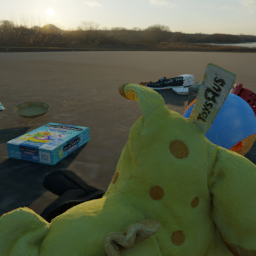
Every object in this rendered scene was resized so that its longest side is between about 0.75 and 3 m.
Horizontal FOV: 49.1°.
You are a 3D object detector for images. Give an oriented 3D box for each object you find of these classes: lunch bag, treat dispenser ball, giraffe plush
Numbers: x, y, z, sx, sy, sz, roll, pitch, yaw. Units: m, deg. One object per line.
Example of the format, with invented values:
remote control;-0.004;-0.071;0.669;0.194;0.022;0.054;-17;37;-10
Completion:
lunch bag;3.306;-1.399;11.363;1.304;0.935;1.589;12;27;31
treat dispenser ball;1.997;-0.004;6.245;1.611;1.611;1.611;0;19;0
giraffe plush;0.148;1.020;2.634;2.260;2.619;2.124;25;55;34

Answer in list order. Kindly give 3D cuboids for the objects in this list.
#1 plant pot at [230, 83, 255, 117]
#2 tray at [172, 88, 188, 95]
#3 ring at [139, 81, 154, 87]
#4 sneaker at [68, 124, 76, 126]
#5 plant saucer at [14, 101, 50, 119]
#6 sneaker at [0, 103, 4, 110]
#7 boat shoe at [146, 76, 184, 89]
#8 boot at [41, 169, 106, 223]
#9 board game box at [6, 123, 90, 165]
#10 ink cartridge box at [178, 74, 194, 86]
plant pot;3.408;-0.734;8.627;1.002;1.100;1.100;40;24;1
tray;3.112;-1.821;13.755;1.712;0.190;0.919;-4;20;-12
ring;1.293;-2.498;15.844;1.447;0.139;1.447;0;18;0
sneaker;-1.629;0.013;8.176;0.816;0.306;0.471;15;22;40
plant saucer;-3.282;-0.597;9.608;1.174;0.208;1.174;2;29;-1
sneaker;-4.994;-0.936;10.727;0.282;0.453;0.767;-15;25;-40
boat shoe;1.948;-2.395;14.756;2.076;0.626;0.785;-6;20;-18
boot;-1.097;1.121;4.564;1.056;0.480;1.256;20;20;37
board game box;-1.935;0.332;7.068;1.274;0.396;1.688;7;20;20
ink cartridge box;3.226;-2.691;15.773;0.552;0.538;0.859;18;26;42
